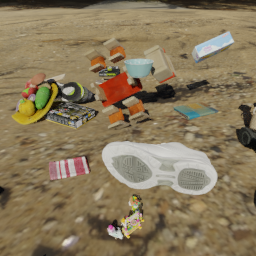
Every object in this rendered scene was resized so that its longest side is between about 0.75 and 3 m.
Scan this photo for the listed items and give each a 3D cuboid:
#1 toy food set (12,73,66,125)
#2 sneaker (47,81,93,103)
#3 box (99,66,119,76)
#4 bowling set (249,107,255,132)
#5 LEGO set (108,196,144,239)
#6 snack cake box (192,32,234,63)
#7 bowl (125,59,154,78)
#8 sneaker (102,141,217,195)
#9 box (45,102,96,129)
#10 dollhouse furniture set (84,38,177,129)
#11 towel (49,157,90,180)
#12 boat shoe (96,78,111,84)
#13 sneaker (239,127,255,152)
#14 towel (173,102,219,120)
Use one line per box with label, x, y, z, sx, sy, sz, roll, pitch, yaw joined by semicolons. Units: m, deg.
toy food set;-3.496;-1.346;10.410;1.534;0.852;2.608;-7;47;22
sneaker;-2.512;-1.388;11.496;2.492;0.921;1.009;13;-2;37
box;-1.014;-3.035;14.991;1.062;0.261;1.100;-3;29;0
bowling set;5.489;-0.275;8.596;2.848;1.529;1.982;-9;30;-16
LEGO set;0.075;1.799;5.924;0.556;0.450;1.208;12;31;21
snack cake box;2.557;-2.436;8.521;1.111;0.373;0.639;-24;-3;2
bowl;0.301;-1.606;7.578;0.785;0.410;0.785;-2;24;1
sneaker;0.768;0.858;7.236;2.836;1.105;1.409;13;23;5
box;-2.099;-0.493;10.238;1.453;0.358;1.160;15;34;26
dollhouse furniture set;0.163;-1.551;9.161;2.611;2.640;1.360;-23;-12;19
towel;-1.603;1.078;7.602;1.030;0.117;0.742;-8;30;-15
boat shoe;-1.145;-2.303;13.645;0.872;0.260;0.313;4;29;7
sneaker;3.947;0.431;8.494;0.637;0.533;1.404;-2;34;-24
towel;2.608;-0.679;10.804;1.417;0.154;1.039;-12;31;-23
